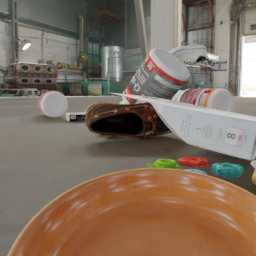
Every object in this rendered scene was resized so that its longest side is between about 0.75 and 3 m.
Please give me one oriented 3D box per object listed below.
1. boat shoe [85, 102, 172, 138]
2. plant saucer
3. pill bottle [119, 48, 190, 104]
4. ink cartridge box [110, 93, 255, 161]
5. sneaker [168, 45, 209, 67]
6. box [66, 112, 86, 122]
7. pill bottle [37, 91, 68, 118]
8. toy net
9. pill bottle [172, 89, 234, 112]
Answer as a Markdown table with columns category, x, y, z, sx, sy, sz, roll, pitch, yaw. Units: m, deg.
| category | x | y | z | sx | sy | sz | roll | pitch | yaw |
| --- | --- | --- | --- | --- | --- | --- | --- | --- | --- |
| boat shoe | 0.281 | -0.148 | 7.068 | 2.711 | 0.954 | 0.953 | -3 | 22 | -10 |
| plant saucer | 0.167 | 0.766 | 1.535 | 1.618 | 0.303 | 1.618 | -2 | 25 | 1 |
| pill bottle | 0.632 | -1.059 | 8.173 | 1.297 | 2.239 | 1.297 | 25 | 34 | -18 |
| ink cartridge box | 1.372 | -0.132 | 5.764 | 2.868 | 0.818 | 2.331 | 11 | 8 | 33 |
| sneaker | 1.826 | -2.174 | 8.584 | 1.560 | 0.552 | 0.570 | -16 | -23 | -19 |
| box | -1.643 | -0.481 | 11.537 | 1.687 | 0.293 | 0.928 | -3 | 9 | -20 |
| pill bottle | -3.595 | -1.135 | 13.096 | 1.160 | 1.160 | 2.117 | -4 | 9 | -25 |
| toy net | 1.346 | 0.634 | 3.500 | 2.070 | 0.400 | 1.086 | -1 | 5 | -16 |
| pill bottle | 2.697 | -0.861 | 10.706 | 1.292 | 1.292 | 2.359 | -5 | 9 | -31 |
